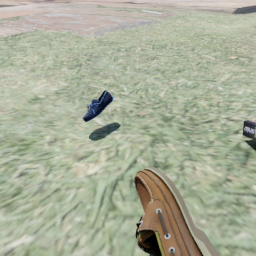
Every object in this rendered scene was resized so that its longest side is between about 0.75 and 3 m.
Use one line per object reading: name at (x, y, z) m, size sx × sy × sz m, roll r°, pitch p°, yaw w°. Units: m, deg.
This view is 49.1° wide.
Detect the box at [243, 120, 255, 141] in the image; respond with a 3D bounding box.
box at (3.773, 0.114, 6.324) m, size 1.753 × 0.388 × 1.405 m, roll -2°, pitch 13°, yaw -10°

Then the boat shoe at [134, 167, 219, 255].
boat shoe at (0.461, 1.365, 3.907) m, size 0.752 × 0.796 × 2.212 m, roll -17°, pitch 34°, yaw -14°

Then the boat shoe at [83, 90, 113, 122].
boat shoe at (-0.836, -0.574, 7.208) m, size 0.470 × 0.383 × 1.116 m, roll -13°, pitch 28°, yaw 41°
